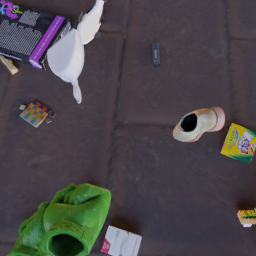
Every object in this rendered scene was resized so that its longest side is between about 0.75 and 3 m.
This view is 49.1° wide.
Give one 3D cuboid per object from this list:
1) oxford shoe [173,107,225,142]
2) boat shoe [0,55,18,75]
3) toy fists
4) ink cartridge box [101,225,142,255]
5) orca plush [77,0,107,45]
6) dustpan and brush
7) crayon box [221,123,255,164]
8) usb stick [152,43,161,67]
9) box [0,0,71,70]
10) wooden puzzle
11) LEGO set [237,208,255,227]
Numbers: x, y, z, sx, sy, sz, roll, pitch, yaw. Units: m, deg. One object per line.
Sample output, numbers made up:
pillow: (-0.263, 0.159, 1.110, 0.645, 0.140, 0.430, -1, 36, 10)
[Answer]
oxford shoe: (1.127, -0.065, 5.190, 0.549, 1.487, 0.526, -1, 74, -18)
boat shoe: (-4.022, -2.152, 9.418, 0.276, 0.305, 0.856, -36, 79, -22)
toy fists: (-1.209, 1.657, 4.796, 0.792, 2.302, 1.173, 47, 33, -10)
ink cartridge box: (-0.158, 2.905, 7.025, 0.875, 0.365, 0.635, 16, 66, 7)
orca plush: (-1.472, -3.819, 9.930, 0.702, 1.039, 1.976, 10, 87, 46)
dustpan and brush: (-1.422, -1.398, 6.860, 1.175, 0.482, 1.684, -25, 64, 33)
crayon box: (3.285, 0.447, 8.205, 0.829, 0.280, 0.961, 23, 67, 10)
usb stick: (0.969, -2.531, 9.648, 0.271, 0.159, 0.977, 0, 65, 0)
box: (-3.771, -3.329, 9.824, 2.928, 0.529, 2.093, 19, 66, 7)
wooden puzzle: (-2.872, -0.442, 8.728, 1.160, 0.082, 0.688, 32, 69, 14)
LEGO set: (4.073, 2.398, 6.951, 2.383, 0.887, 1.096, 29, 66, 12)
